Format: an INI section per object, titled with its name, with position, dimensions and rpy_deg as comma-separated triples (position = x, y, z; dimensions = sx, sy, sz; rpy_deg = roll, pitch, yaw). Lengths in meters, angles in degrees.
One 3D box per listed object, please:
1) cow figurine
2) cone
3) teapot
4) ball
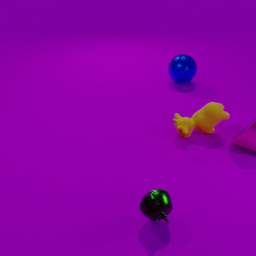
[cow figurine]
position = 2.043, -0.246, 8.020
dimensions = 1.354, 1.376, 0.755
rpy_deg = 11, 44, -39
[cone]
position = 3.705, 0.427, 7.453
dimensions = 1.334, 1.334, 1.339
rpy_deg = -32, 72, -38
[teapot]
position = 0.592, 1.556, 5.472
dimensions = 0.666, 1.070, 0.524
rpy_deg = -33, 48, -3
[ball]
position = 2.145, -2.323, 11.016
dimensions = 1.131, 1.131, 1.131
rpy_deg = 0, 34, 0
